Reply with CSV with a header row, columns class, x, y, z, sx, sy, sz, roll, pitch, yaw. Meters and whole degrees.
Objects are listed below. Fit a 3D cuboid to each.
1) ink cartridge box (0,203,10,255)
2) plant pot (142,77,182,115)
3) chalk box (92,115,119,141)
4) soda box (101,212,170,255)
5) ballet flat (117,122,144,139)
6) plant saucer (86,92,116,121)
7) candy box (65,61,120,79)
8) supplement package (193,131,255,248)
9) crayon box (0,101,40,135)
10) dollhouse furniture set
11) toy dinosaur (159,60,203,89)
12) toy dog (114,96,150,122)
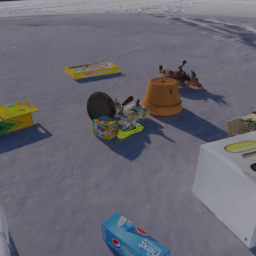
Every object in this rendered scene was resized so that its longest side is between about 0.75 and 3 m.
class,x,y,z,sx,sy,sz,roll,pitch,yaw
ink cartridge box,-3.014,2.491,5.332,1.374,0.797,1.897,-12,31,-22
plant pot,1.486,-1.442,12.141,1.757,1.230,1.757,0,27,0
chalk box,-0.891,-0.047,10.257,0.984,0.610,0.614,23,35,35
soda box,0.122,2.411,5.830,1.487,0.477,0.504,25,37,37
ballet flat,0.113,0.013,10.335,1.297,0.435,0.433,-25,37,-38
plant saucer,-1.080,-0.738,11.012,1.369,1.369,0.220,-26,9,-39
candy box,-2.156,-3.548,17.003,2.977,0.393,1.521,-14,34,-24
supplement package,3.093,1.284,6.768,2.113,1.554,2.020,-12,31,-24
crayon box,-4.720,-0.392,10.944,2.205,0.560,1.400,-21,35,-33
dollhouse furniture set,3.973,0.318,8.266,2.347,1.305,2.076,-18,16,-31
toy dinosaur,2.522,-2.617,14.633,2.617,1.123,1.774,-8,35,-4
toy dog,-0.022,-0.929,11.578,1.883,0.907,1.242,12,31,21
